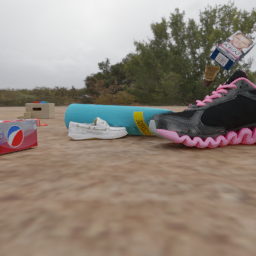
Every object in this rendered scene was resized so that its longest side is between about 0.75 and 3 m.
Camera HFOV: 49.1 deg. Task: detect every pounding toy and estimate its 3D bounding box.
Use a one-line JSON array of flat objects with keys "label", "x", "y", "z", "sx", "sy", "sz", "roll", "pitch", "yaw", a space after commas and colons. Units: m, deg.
[{"label": "pounding toy", "x": -4.549, "y": -0.873, "z": 13.477, "sx": 1.577, "sy": 0.822, "sz": 1.796, "roll": 0, "pitch": 5, "yaw": 0}]

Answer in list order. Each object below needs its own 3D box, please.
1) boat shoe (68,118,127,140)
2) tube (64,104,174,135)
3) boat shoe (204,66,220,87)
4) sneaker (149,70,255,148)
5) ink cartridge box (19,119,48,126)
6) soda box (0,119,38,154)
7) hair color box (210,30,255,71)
[{"label": "boat shoe", "x": -0.629, "y": 0.003, "z": 6.101, "sx": 1.318, "sy": 0.457, "sz": 0.467, "roll": -2, "pitch": 6, "yaw": -24}, {"label": "tube", "x": -0.154, "y": -0.189, "z": 6.750, "sx": 2.911, "sy": 0.733, "sz": 1.127, "roll": 3, "pitch": -19, "yaw": 26}, {"label": "boat shoe", "x": 3.336, "y": -2.092, "z": 11.316, "sx": 0.540, "sy": 0.538, "sz": 1.496, "roll": 16, "pitch": 36, "yaw": 16}, {"label": "sneaker", "x": 1.776, "y": -0.367, "z": 5.242, "sx": 2.917, "sy": 1.391, "sz": 1.152, "roll": -3, "pitch": 8, "yaw": -16}, {"label": "ink cartridge box", "x": -3.143, "y": -0.190, "z": 9.379, "sx": 0.888, "sy": 0.223, "sz": 0.484, "roll": -4, "pitch": 7, "yaw": -27}, {"label": "soda box", "x": -2.109, "y": 0.154, "z": 4.288, "sx": 0.544, "sy": 0.493, "sz": 1.554, "roll": 1, "pitch": 6, "yaw": 24}, {"label": "hair color box", "x": 3.537, "y": -2.620, "z": 9.410, "sx": 1.579, "sy": 0.790, "sz": 0.478, "roll": -39, "pitch": -15, "yaw": -32}]
